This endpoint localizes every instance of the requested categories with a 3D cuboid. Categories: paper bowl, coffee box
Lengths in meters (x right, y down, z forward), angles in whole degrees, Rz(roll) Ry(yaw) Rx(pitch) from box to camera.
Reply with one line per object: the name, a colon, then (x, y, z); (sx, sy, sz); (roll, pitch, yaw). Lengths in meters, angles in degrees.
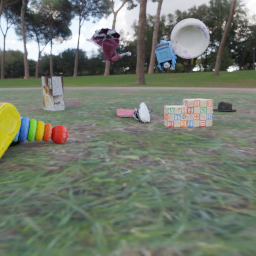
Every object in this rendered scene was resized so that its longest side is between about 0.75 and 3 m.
paper bowl: (2.476, -3.640, 11.292); (1.502, 1.502, 0.781); (1, 40, 7)
coffee box: (-4.531, -2.100, 16.964); (1.165, 2.037, 0.812); (9, 14, 41)

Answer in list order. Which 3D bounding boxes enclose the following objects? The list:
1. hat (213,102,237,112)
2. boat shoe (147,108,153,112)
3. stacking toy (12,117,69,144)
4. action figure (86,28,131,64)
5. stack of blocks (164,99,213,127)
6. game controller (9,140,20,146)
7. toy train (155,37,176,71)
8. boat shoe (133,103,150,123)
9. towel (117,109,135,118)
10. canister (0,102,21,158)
hat: (5.767, -1.287, 16.707); (1.384, 0.558, 1.384); (0, 12, 0)
boat shoe: (1.029, -1.015, 16.049); (0.773, 0.286, 0.233); (7, 5, -8)
stacking toy: (-2.843, 0.095, 8.423); (2.133, 0.911, 0.911); (10, 7, -21)
action figure: (-0.864, -3.678, 13.245); (1.410, 2.104, 1.567); (37, 70, 22)
stack of blocks: (2.528, -0.642, 11.769); (1.936, 1.115, 0.567); (-2, 11, -7)
game controller: (-3.861, 0.409, 8.651); (1.031, 0.217, 0.538); (1, 11, 0)
toy train: (1.886, -3.765, 14.083); (0.935, 1.232, 2.157); (-11, 32, 15)
boat shoe: (0.571, -0.639, 13.168); (0.666, 0.705, 1.964); (-31, 19, 13)
towel: (0.096, -0.774, 14.910); (1.403, 0.218, 1.940); (1, 12, -3)
canister: (-4.163, 0.028, 7.038); (2.378, 1.029, 1.766); (6, 49, 16)
